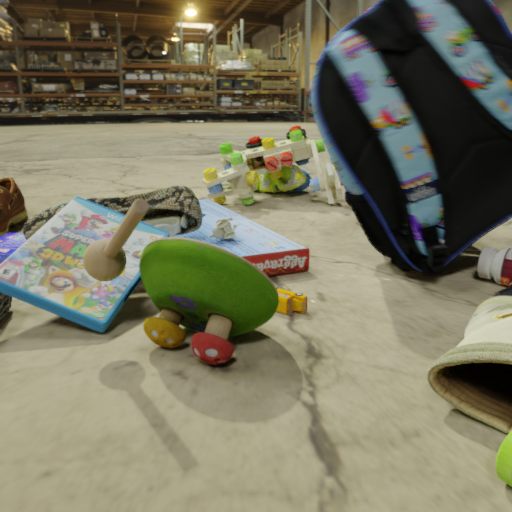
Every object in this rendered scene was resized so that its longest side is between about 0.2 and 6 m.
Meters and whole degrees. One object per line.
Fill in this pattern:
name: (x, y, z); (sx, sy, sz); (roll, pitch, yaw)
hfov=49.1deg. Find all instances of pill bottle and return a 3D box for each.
pill bottle: (3.881, 0.191, 8.289); (1.040, 0.570, 0.570); (13, 21, 38)

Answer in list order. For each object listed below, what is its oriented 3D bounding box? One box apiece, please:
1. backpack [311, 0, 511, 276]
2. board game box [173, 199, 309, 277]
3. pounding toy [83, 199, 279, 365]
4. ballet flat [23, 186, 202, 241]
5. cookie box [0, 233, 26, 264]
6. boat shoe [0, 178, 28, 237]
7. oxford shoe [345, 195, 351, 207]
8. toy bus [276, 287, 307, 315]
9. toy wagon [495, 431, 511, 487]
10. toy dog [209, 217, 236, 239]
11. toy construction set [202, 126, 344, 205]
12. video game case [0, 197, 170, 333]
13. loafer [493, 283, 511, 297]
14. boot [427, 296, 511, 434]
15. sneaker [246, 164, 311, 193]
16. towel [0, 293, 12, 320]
backpack: (2.597, -2.080, 8.834); (3.421, 3.748, 2.521); (-37, 10, 4)
board game box: (-1.147, -0.389, 10.441); (2.330, 0.440, 4.527); (-6, 18, -24)
pounding toy: (-0.857, 0.541, 6.135); (2.154, 0.999, 1.662); (32, -30, -22)
ballet flat: (-2.181, -0.450, 8.834); (2.811, 0.953, 1.058); (-13, 45, -17)
cookie box: (-3.965, -0.021, 9.221); (0.985, 0.433, 1.152); (4, 17, 12)
boat shoe: (-5.469, -0.942, 11.307); (1.060, 0.995, 2.946); (-1, 17, -4)
oxford shoe: (2.969, -0.913, 11.531); (1.287, 1.108, 3.050); (-28, 28, -20)
toy bus: (0.305, 0.595, 7.500); (0.764, 0.249, 0.299); (13, 21, 36)
toy wagon: (3.178, 1.563, 3.740); (2.806, 0.555, 2.177); (-11, 20, -31)
toy dog: (-0.551, -0.446, 9.433); (0.474, 0.341, 0.488); (-38, 12, 13)
toy construction set: (0.511, -2.266, 14.285); (3.618, 1.667, 2.372); (1, 28, 1)
video game case: (-2.262, 0.015, 7.529); (1.542, 0.192, 2.155); (21, 36, 2)
loafer: (4.173, 0.350, 7.368); (2.503, 0.788, 0.900); (-5, 18, -17)
boot: (2.968, 1.014, 5.056); (2.393, 0.863, 1.851); (5, 16, 36)
sneaker: (0.507, -2.187, 16.042); (1.345, 0.970, 2.561); (8, 6, -46)
towel: (-3.695, 0.660, 6.860); (1.022, 0.528, 1.235); (0, 15, -4)
